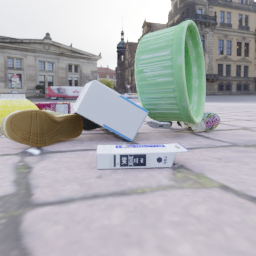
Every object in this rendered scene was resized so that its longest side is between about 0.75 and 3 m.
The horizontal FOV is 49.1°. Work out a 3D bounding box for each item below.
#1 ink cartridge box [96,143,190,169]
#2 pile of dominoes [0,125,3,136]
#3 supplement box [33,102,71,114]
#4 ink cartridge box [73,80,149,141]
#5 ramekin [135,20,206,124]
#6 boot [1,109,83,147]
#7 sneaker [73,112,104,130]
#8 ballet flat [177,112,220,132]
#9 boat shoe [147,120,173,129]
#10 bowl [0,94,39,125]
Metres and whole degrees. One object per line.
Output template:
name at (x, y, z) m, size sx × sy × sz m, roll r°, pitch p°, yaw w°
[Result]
ink cartridge box at (0.225, 0.466, 4.771) m, size 1.510 × 0.296 × 0.751 m, roll -2°, pitch 6°, yaw -4°
pile of dominoes at (-4.537, 0.068, 8.382) m, size 1.712 × 0.273 × 1.334 m, roll -2°, pitch 7°, yaw -19°
supplement box at (-3.552, -0.756, 13.033) m, size 1.680 × 0.867 × 1.100 m, roll -1°, pitch 6°, yaw -8°
ink cartridge box at (-0.601, -0.520, 7.914) m, size 1.628 × 0.954 × 2.253 m, roll 29°, pitch 1°, yaw -14°
ramekin at (1.319, -1.536, 8.267) m, size 1.418 × 2.902 × 2.902 m, roll -2°, pitch 5°, yaw 26°
boot at (-2.513, -0.073, 7.013) m, size 1.813 × 0.849 × 2.333 m, roll 4°, pitch 6°, yaw 29°
sneaker at (-1.038, -0.351, 9.857) m, size 1.872 × 0.783 × 1.130 m, roll -1°, pitch 4°, yaw 5°
ballet flat at (2.236, -0.154, 9.307) m, size 0.668 × 0.649 × 1.878 m, roll -22°, pitch 10°, yaw -19°
boat shoe at (1.085, -0.148, 9.537) m, size 0.908 × 0.311 × 0.257 m, roll 10°, pitch 41°, yaw 29°
bowl at (-4.611, -0.736, 11.284) m, size 2.290 × 1.232 × 2.290 m, roll -1°, pitch 6°, yaw 0°
